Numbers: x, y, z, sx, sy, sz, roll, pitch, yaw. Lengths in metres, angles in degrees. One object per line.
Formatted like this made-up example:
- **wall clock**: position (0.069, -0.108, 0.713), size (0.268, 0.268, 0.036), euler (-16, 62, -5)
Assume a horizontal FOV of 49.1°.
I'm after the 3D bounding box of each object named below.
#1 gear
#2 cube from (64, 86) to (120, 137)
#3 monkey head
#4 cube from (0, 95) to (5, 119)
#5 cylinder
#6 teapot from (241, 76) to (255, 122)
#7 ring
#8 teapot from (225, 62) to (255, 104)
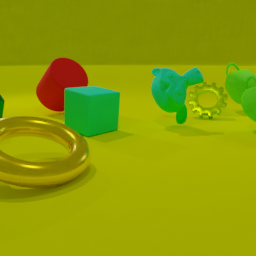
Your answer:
- **gear**: position (2.560, -0.894, 9.000), size (1.204, 1.204, 0.223), euler (5, -18, 18)
- **cube**: position (-0.940, -0.478, 7.295), size (1.034, 1.034, 1.034), euler (19, 22, 40)
- **monkey head**: position (1.320, -1.081, 7.629), size (1.315, 1.828, 1.102), euler (-23, -13, -8)
- **cube**: position (-3.931, -0.558, 7.341), size (0.939, 0.939, 0.939), euler (-14, 49, -44)
- **cylinder**: position (-2.264, -1.461, 9.599), size (1.372, 1.372, 1.372), euler (-13, -17, -42)
- **teapot**: position (3.531, -0.616, 7.203), size (1.055, 1.696, 0.831), euler (-9, -25, -36)
- **ring**: position (-1.536, 0.322, 4.623), size (1.863, 0.373, 1.863), euler (14, 23, -6)
- **teapot**: position (4.114, -1.430, 9.765), size (1.012, 2.067, 1.285), euler (-33, -13, 1)
